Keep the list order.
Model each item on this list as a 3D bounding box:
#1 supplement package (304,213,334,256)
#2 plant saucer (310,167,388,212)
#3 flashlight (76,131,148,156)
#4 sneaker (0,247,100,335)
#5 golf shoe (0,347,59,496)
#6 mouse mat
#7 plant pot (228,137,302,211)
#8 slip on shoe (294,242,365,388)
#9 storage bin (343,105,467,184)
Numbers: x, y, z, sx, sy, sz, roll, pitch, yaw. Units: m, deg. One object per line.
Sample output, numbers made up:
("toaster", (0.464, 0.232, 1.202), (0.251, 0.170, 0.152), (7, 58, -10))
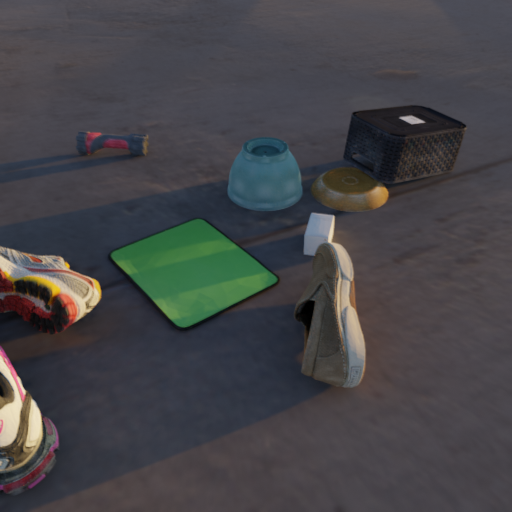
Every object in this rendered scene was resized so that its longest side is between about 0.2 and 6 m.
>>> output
("supplement package", (1.157, -0.387, 10.289), (0.447, 0.446, 0.762), (8, 37, 11))
("plant saucer", (1.987, -1.488, 11.891), (1.641, 0.291, 1.641), (0, 36, 0))
("flashlight", (-3.404, -2.617, 13.261), (1.613, 0.546, 0.548), (6, 41, 0))
("sneaker", (-3.615, 0.438, 8.931), (2.596, 1.010, 1.066), (22, 26, 22))
("golf shoe", (-3.679, 1.431, 6.961), (3.295, 1.517, 1.196), (26, 50, 33))
("mouse mat", (-1.125, 0.200, 9.816), (2.103, 0.098, 2.613), (-25, 44, -29))
("plant pot", (0.184, -1.807, 11.675), (1.597, 1.070, 1.597), (0, 36, 0))
("slip on shoe", (0.979, 0.752, 8.359), (0.818, 1.027, 2.700), (4, 44, -5))
("storage bin", (3.272, -2.526, 12.401), (2.303, 1.080, 1.557), (-15, 38, -29))
